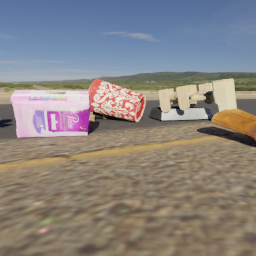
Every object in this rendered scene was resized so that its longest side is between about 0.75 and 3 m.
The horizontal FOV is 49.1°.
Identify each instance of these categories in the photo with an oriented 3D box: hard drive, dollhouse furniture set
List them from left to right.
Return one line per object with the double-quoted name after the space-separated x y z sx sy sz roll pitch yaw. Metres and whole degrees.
2.483 -0.712 13.335 2.607 0.552 1.758 -3 9 -16 "hard drive"
3.223 -1.057 12.393 2.738 1.781 2.515 -5 6 41 "dollhouse furniture set"

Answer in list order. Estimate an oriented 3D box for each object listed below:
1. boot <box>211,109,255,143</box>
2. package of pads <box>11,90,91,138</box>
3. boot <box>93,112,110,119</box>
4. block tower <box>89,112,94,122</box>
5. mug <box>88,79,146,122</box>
3.782 -0.064 7.757 2.032 0.739 2.158 -18 26 -23 "boot"
-2.286 -0.419 8.551 2.264 1.364 0.857 -1 39 -10 "package of pads"
-1.402 -0.723 13.528 1.071 0.521 1.423 0 12 7 "boot"
-2.271 -0.523 12.585 1.543 0.417 0.446 4 9 22 "block tower"
-0.383 -1.341 12.412 2.271 2.016 1.515 18 -31 17 "mug"
